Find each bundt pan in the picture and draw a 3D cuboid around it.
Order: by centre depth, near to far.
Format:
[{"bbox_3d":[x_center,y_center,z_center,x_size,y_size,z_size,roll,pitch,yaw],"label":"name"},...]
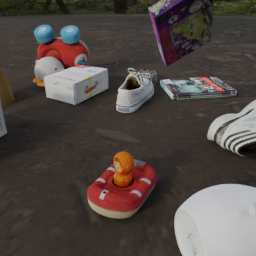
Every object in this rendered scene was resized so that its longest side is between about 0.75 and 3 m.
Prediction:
[{"bbox_3d":[0.704,-2.291,12.563,1.427,0.536,1.427,0,26,0],"label":"bundt pan"}]

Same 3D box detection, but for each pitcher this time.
[{"bbox_3d":[1.902,1.300,4.103,2.141,1.837,1.298,-6,51,-15],"label":"pitcher"}]

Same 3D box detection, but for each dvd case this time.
[{"bbox_3d":[2.840,-1.700,11.671,2.626,0.289,1.917,-4,27,-9],"label":"dvd case"}]

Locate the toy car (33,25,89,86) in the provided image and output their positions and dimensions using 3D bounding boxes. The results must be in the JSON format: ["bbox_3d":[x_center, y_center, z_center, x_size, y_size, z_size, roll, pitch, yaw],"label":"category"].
[{"bbox_3d":[-3.048,-2.664,12.144,2.305,2.402,2.606,5,56,10],"label":"toy car"}]

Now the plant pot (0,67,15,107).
[{"bbox_3d":[-5.083,-1.710,10.229,1.508,1.618,1.508,1,28,0],"label":"plant pot"}]

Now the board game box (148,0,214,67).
[{"bbox_3d":[1.294,-2.327,6.457,1.372,0.369,2.286,-26,-17,8],"label":"board game box"}]

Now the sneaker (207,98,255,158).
[{"bbox_3d":[3.649,0.083,7.656,2.715,1.025,1.562,-22,43,-23],"label":"sneaker"}]

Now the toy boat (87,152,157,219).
[{"bbox_3d":[-0.104,0.964,5.536,1.067,1.069,1.635,13,30,24],"label":"toy boat"}]

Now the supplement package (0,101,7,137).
[{"bbox_3d":[-4.711,-0.054,6.868,1.617,1.679,2.953,9,27,14],"label":"supplement package"}]

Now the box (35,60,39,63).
[{"bbox_3d":[-4.405,-3.389,14.847,0.906,0.430,0.352,-4,26,-11],"label":"box"}]

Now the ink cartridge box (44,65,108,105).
[{"bbox_3d":[-2.013,-1.781,11.138,1.551,0.891,2.137,15,31,28],"label":"ink cartridge box"}]

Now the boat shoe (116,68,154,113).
[{"bbox_3d":[0.277,-1.659,10.529,1.064,1.228,2.880,11,29,20],"label":"boat shoe"}]
